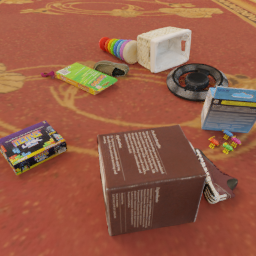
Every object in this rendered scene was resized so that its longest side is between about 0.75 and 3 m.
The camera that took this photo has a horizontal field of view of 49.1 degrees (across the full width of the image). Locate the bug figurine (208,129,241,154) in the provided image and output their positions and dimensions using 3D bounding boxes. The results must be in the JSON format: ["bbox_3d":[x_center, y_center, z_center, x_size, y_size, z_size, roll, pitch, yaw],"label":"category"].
[{"bbox_3d":[3.282,0.418,9.382,1.111,0.286,0.861,-26,45,-30],"label":"bug figurine"}]

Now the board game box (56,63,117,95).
[{"bbox_3d":[-1.879,-2.256,12.743,2.741,0.411,1.309,25,45,32],"label":"board game box"}]

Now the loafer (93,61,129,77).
[{"bbox_3d":[-0.800,-2.762,13.168,1.701,0.640,0.593,2,34,3],"label":"loafer"}]

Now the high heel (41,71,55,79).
[{"bbox_3d":[-3.778,-2.588,13.136,0.843,0.405,0.284,15,40,18],"label":"high heel"}]

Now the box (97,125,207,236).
[{"bbox_3d":[0.449,1.267,7.021,2.231,1.832,1.851,-6,38,-8],"label":"box"}]

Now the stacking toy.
[{"bbox_3d":[-0.558,-4.294,14.865,1.165,1.165,2.729,-28,41,-31],"label":"stacking toy"}]

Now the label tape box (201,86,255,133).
[{"bbox_3d":[3.443,-0.766,9.190,1.662,2.320,0.767,5,57,6],"label":"label tape box"}]

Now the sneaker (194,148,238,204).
[{"bbox_3d":[2.506,1.324,8.029,1.023,0.670,1.771,-2,48,-11],"label":"sneaker"}]

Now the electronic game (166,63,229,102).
[{"bbox_3d":[3.021,-2.042,12.297,2.658,0.553,2.658,-3,44,3],"label":"electronic game"}]

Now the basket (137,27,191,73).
[{"bbox_3d":[1.740,-3.990,13.942,2.441,1.655,1.506,-26,43,-29],"label":"basket"}]

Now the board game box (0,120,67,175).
[{"bbox_3d":[-3.081,0.564,9.022,1.737,0.493,1.436,-28,47,-31],"label":"board game box"}]
